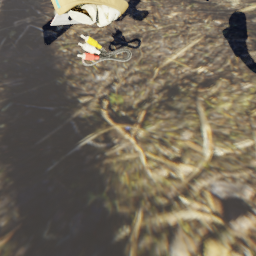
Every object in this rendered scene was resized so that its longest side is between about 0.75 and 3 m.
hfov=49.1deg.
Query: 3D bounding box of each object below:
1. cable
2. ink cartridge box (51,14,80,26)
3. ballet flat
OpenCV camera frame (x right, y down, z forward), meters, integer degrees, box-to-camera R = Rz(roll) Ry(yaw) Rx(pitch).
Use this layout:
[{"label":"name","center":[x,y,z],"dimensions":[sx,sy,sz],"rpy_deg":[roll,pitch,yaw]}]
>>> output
[{"label":"cable","center":[-0.566,-1.765,6.851],"dimensions":[1.407,0.683,0.354],"rpy_deg":[9,11,-22]},{"label":"ink cartridge box","center":[-0.912,-2.431,5.171],"dimensions":[0.269,1.071,1.234],"rpy_deg":[45,30,0]},{"label":"ballet flat","center":[-0.517,-1.764,4.209],"dimensions":[0.532,0.488,1.549],"rpy_deg":[-13,0,40]}]
